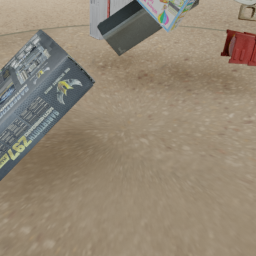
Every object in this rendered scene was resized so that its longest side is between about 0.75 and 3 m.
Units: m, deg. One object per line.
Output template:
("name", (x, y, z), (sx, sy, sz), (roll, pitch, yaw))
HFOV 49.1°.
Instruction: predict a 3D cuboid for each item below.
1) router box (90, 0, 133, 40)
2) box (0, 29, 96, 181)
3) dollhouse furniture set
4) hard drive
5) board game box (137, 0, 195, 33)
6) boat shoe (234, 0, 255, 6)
("router box", (-0.271, -4.092, 8.937), (1.993, 2.221, 0.543), (-23, 42, -37))
("box", (-1.830, -0.342, 4.446), (2.449, 0.625, 1.931), (-46, 38, 1))
("dollhouse furniture set", (3.477, -3.098, 7.683), (1.061, 2.610, 1.404), (9, 22, 5))
("hard drive", (0.640, -3.105, 7.639), (2.831, 0.466, 1.976), (-31, -4, 9))
("board game box", (0.536, -3.087, 5.516), (0.338, 1.329, 1.976), (-35, 80, -36))
("boat shoe", (2.339, -3.966, 6.833), (2.817, 1.041, 0.850), (53, 20, 19))
